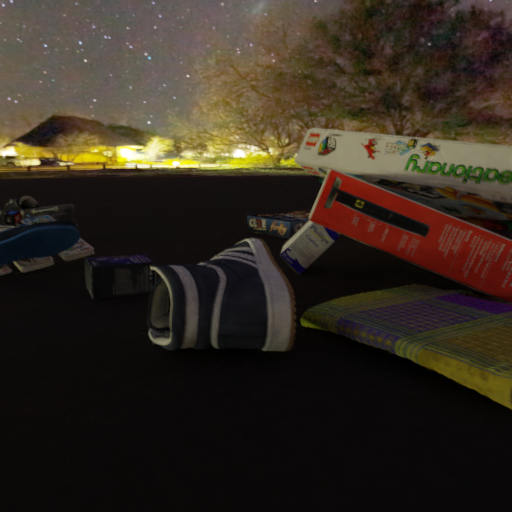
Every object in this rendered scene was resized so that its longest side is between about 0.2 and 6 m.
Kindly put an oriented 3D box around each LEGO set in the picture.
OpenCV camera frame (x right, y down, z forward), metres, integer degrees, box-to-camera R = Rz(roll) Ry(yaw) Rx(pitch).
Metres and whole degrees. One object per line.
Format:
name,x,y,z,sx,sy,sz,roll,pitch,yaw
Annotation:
LEGO set,-4.477,-0.137,10.258,2.012,0.661,2.693,-18,33,-37

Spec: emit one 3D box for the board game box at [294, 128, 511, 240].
board game box,3.249,-1.057,9.776,4.619,0.799,2.916,19,-7,46

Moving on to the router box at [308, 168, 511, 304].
router box,2.228,-0.417,8.149,2.657,0.723,2.961,24,10,8

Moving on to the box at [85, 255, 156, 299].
box,-1.951,0.286,8.018,0.904,0.472,0.669,-4,12,-24

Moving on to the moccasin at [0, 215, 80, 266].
moccasin,-3.792,-0.320,9.103,1.746,0.703,0.595,-12,42,-15

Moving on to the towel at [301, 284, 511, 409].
towel,2.062,0.794,5.696,2.093,0.332,2.914,-7,12,-32

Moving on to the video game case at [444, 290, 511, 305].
video game case,2.984,0.604,7.275,0.938,0.120,0.848,2,10,3

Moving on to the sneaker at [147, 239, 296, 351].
sneaker,-0.525,0.356,6.417,1.426,0.922,2.629,0,13,-11

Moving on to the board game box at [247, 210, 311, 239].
board game box,1.230,-0.846,14.322,2.444,0.423,1.655,-8,14,-38

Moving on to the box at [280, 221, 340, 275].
box,0.918,-0.241,9.480,0.498,0.949,0.873,44,12,-3

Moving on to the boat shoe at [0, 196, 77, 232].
boat shoe,-5.540,-0.948,13.360,2.867,0.972,1.028,4,11,23
